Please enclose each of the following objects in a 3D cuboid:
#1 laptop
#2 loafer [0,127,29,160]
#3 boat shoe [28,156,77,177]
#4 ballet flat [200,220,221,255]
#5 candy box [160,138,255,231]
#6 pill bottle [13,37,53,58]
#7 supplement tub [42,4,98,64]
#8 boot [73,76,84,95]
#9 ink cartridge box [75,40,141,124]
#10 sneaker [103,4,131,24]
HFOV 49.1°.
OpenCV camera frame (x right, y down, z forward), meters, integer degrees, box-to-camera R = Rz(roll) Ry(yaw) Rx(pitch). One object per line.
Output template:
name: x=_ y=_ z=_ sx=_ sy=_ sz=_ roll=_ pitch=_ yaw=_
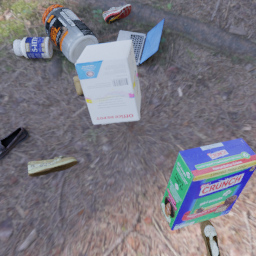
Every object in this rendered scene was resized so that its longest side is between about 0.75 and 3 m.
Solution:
laptop: x=0.380 y=-3.615 z=11.517 sx=1.930 sy=1.119 sz=1.808 roll=11 pitch=63 yaw=6
loafer: x=-4.249 y=0.520 z=9.712 sx=1.650 sy=0.520 sz=0.593 roll=-40 pitch=69 yaw=-18
boat shoe: x=-2.533 y=1.176 z=9.332 sx=1.635 sy=0.599 sz=0.513 roll=-13 pitch=66 yaw=-6
ballet flat: x=2.469 y=3.346 z=8.265 sx=0.470 sy=0.502 sz=1.387 roll=-3 pitch=62 yaw=-2
candy box: x=1.520 y=1.111 z=5.429 sx=1.447 sy=1.711 sz=0.659 roll=-9 pitch=42 yaw=-20
pill bottle: x=-3.885 y=-3.292 z=11.501 sx=1.405 sy=0.841 sz=0.841 roll=-1 pitch=63 yaw=0
supplement tub: x=-2.416 y=-3.884 z=11.463 sx=1.464 sy=1.464 sz=2.390 roll=-34 pitch=66 yaw=-16
boot: x=-1.366 y=-2.123 z=11.078 sx=1.637 sy=0.541 sz=1.434 roll=-15 pitch=64 yaw=-7
ink cartridge box: x=-0.385 y=-1.058 z=7.204 sx=1.247 sy=1.939 sz=1.214 roll=-4 pitch=36 yaw=10
sneaker: x=-0.491 y=-5.301 z=12.701 sx=1.439 sy=0.560 sz=0.591 roll=-27 pitch=65 yaw=-14
